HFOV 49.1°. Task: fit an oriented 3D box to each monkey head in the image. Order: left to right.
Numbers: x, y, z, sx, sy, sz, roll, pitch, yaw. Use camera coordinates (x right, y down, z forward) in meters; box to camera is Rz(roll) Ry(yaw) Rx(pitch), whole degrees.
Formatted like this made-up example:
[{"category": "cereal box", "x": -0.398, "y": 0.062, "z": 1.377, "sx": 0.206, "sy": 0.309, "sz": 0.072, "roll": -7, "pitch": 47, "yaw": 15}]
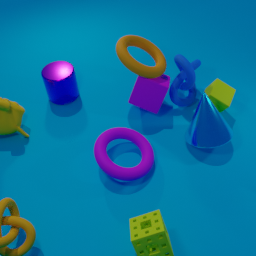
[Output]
[{"category": "monkey head", "x": -3.737, "y": -0.330, "z": 8.249, "sx": 1.823, "sy": 1.311, "sz": 1.098, "roll": 18, "pitch": 86, "yaw": -14}]

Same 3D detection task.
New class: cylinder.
[{"category": "cylinder", "x": -2.286, "y": -1.533, "z": 9.541, "sx": 1.087, "sy": 1.087, "sz": 1.087, "roll": -1, "pitch": 49, "yaw": 1}]

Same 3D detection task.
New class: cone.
[{"category": "cone", "x": 2.260, "y": -0.400, "z": 8.077, "sx": 1.415, "sy": 1.420, "sz": 1.415, "roll": -11, "pitch": 29, "yaw": 6}]

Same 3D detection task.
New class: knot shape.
[{"category": "knot shape", "x": -2.573, "y": 2.250, "z": 6.039, "sx": 1.199, "sy": 0.592, "sz": 1.281, "roll": 44, "pitch": 33, "yaw": -7}, {"category": "knot shape", "x": 1.884, "y": -1.527, "z": 9.292, "sx": 0.808, "sy": 1.636, "sz": 1.748, "roll": 10, "pitch": 8, "yaw": 18}]

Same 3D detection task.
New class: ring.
[{"category": "ring", "x": -0.098, "y": 0.691, "z": 7.841, "sx": 1.728, "sy": 0.346, "sz": 1.728, "roll": 9, "pitch": 49, "yaw": -11}, {"category": "ring", "x": 0.425, "y": -2.208, "z": 8.596, "sx": 1.709, "sy": 0.342, "sz": 1.709, "roll": 16, "pitch": 48, "yaw": -19}]

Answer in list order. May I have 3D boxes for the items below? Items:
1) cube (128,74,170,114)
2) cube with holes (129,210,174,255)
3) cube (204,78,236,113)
[{"category": "cube", "x": 0.699, "y": -1.243, "z": 9.044, "sx": 1.003, "sy": 1.003, "sz": 1.003, "roll": 21, "pitch": 31, "yaw": -1}, {"category": "cube with holes", "x": 0.495, "y": 2.364, "z": 6.065, "sx": 0.715, "sy": 0.715, "sz": 0.715, "roll": -19, "pitch": 19, "yaw": 4}, {"category": "cube", "x": 2.836, "y": -0.983, "z": 8.921, "sx": 0.718, "sy": 0.718, "sz": 0.718, "roll": 31, "pitch": 65, "yaw": -4}]
